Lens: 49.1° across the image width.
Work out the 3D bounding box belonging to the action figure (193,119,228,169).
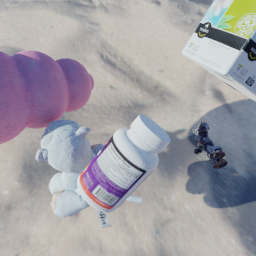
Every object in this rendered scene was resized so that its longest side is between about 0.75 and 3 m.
[{"bbox_3d":[1.297,0.244,4.686,0.333,0.625,0.961,-11,33,-7],"label":"action figure"}]

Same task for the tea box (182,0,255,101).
[{"bbox_3d":[2.738,-1.830,5.856,2.116,2.151,1.437,-59,38,15],"label":"tea box"}]

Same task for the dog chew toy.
[{"bbox_3d":[-2.070,-0.737,5.669,2.978,1.854,1.854,-15,61,-32],"label":"dog chew toy"}]

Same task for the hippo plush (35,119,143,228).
[{"bbox_3d":[-1.114,0.784,5.314,1.636,1.651,2.054,-36,37,-2],"label":"hippo plush"}]

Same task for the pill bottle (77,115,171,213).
[{"bbox_3d":[-0.054,0.518,4.222,0.802,0.802,1.439,48,108,21],"label":"pill bottle"}]
